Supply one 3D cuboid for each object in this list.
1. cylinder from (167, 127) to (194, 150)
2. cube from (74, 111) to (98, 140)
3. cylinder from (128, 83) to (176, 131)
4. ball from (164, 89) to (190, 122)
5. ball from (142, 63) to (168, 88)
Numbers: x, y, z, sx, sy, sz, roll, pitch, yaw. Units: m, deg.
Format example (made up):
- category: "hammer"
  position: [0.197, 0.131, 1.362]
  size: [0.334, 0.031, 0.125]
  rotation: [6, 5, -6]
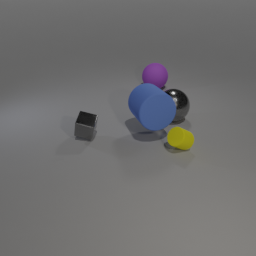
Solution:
- category: "cylinder"
  position: [1.845, 0.372, 9.805]
  size: [0.700, 0.700, 0.700]
  rotation: [20, 9, -46]
- category: "cube"
  position: [-1.562, -0.095, 10.442]
  size: [0.700, 0.700, 0.700]
  rotation: [14, 46, -2]
- category: "cylinder"
  position: [0.853, -0.798, 10.308]
  size: [1.400, 1.400, 1.400]
  rotation: [-8, 25, -14]
- category: "ball"
  position: [1.885, -0.944, 11.760]
  size: [1.400, 1.400, 1.400]
  rotation: [0, 29, 0]
- category: "ball"
  position: [1.458, -2.794, 15.099]
  size: [1.400, 1.400, 1.400]
  rotation: [0, 29, 0]
